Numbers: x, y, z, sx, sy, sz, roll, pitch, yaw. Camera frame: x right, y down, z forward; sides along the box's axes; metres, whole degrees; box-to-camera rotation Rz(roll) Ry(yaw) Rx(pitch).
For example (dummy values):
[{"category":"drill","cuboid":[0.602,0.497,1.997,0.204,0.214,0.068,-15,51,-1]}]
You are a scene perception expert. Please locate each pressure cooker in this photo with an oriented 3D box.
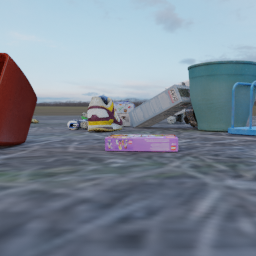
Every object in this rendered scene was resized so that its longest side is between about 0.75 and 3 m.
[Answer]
[{"category":"pressure cooker","cuboid":[2.936,-0.618,11.057,1.274,1.294,1.448,13,2,-7]}]

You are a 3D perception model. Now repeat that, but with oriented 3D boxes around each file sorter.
[{"category":"file sorter","cuboid":[4.143,-0.523,7.281,1.668,1.474,2.403,-3,5,-33]}]

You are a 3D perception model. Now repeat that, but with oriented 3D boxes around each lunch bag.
[{"category":"lunch bag","cuboid":[-0.322,-0.780,14.253,1.477,1.184,0.558,-1,4,-9]}]

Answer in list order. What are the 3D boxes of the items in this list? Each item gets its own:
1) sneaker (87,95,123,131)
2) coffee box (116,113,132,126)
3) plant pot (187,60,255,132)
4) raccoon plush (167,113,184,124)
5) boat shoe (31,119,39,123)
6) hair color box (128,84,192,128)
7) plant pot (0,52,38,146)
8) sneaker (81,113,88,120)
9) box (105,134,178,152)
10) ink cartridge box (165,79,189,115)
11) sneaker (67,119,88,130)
[{"category":"sneaker","cuboid":[-0.720,-0.513,9.579,0.975,1.172,2.602,0,3,5]},{"category":"coffee box","cuboid":[-0.579,-0.364,12.294,1.427,0.570,0.807,0,3,5]},{"category":"plant pot","cuboid":[3.106,-0.963,9.209,2.262,2.125,2.262,0,3,0]},{"category":"raccoon plush","cuboid":[2.442,-0.569,15.707,1.246,1.726,2.576,17,43,23]},{"category":"boat shoe","cuboid":[-5.156,-0.344,15.372,0.832,0.262,0.303,11,-12,39]},{"category":"hair color box","cuboid":[1.274,-0.779,10.648,2.348,0.712,1.162,-28,-15,38]},{"category":"plant pot","cuboid":[-2.519,-0.391,5.070,1.492,1.490,1.315,7,-13,19]},{"category":"sneaker","cuboid":[-1.893,-0.809,16.759,2.270,0.967,0.886,2,4,38]},{"category":"box","cuboid":[0.243,0.237,4.724,1.151,0.225,0.788,0,3,5]},{"category":"ink cartridge box","cuboid":[2.972,-1.642,13.869,1.941,1.403,0.817,-19,12,2]},{"category":"sneaker","cuboid":[-1.626,-0.089,9.742,0.941,0.379,0.689,3,11,0]}]
